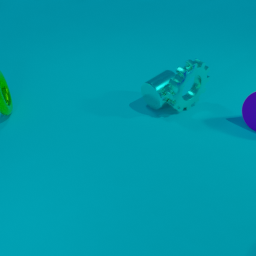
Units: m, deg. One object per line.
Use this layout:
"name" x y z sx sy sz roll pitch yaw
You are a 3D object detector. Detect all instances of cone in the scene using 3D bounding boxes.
"cone" 3.784 -0.524 7.401 1.103 1.098 1.098 -18 39 -42

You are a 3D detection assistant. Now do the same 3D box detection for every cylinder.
"cylinder" 0.954 -1.092 7.981 0.858 0.858 0.858 -33 48 -23

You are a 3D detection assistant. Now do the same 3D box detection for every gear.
"gear" 1.659 -1.149 7.685 1.447 1.447 0.268 -25 46 -29

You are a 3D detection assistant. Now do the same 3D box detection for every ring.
"ring" -3.459 -0.994 7.591 0.269 1.345 1.345 -15 40 -10
